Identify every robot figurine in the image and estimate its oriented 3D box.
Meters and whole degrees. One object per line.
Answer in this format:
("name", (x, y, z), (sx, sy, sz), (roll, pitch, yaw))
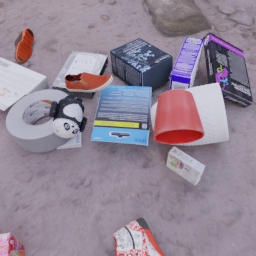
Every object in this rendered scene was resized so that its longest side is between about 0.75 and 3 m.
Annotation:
("robot figurine", (-1.984, -0.406, 9.424), (1.136, 0.943, 1.511), (9, 62, 0))

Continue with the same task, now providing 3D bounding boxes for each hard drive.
("hard drive", (-2.142, -2.529, 12.926), (1.856, 0.503, 2.657), (10, 52, 9))

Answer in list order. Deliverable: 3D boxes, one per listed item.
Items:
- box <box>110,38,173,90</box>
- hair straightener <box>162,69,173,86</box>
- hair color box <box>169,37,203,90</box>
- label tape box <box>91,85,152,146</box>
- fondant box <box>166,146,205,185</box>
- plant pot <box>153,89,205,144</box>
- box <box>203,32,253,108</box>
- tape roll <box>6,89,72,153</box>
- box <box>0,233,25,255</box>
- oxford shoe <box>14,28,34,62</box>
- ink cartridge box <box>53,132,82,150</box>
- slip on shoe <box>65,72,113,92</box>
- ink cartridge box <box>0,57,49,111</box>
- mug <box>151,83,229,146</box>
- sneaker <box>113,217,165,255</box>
("box", (0.577, -2.800, 12.509), (1.728, 1.246, 2.328), (-31, 51, -23))
("hair straightener", (1.770, -2.323, 12.874), (1.462, 0.299, 0.563), (-32, 57, -23))
("hair color box", (2.546, -2.545, 12.247), (0.910, 1.535, 2.808), (15, 52, 15))
("label tape box", (-0.169, -0.370, 10.877), (2.065, 0.953, 2.883), (4, 53, 4))
("fondant box", (1.931, 1.291, 9.530), (1.233, 0.890, 0.359), (32, 57, 24))
("plant pot", (1.489, -0.341, 8.516), (1.524, 1.524, 1.348), (-1, 70, -1))
("box", (4.216, -2.469, 11.904), (2.102, 0.531, 2.940), (18, 57, -25))
("tape roll", (-3.213, -0.320, 10.671), (2.566, 0.848, 2.566), (-4, 49, 5))
("box", (-4.321, 3.801, 7.149), (2.911, 1.378, 1.494), (-7, 51, -5))
("oxford shoe", (-5.366, -4.077, 14.187), (0.796, 0.781, 2.194), (-17, 50, 26))
("ink cartridge box", (-2.399, 0.251, 10.798), (1.222, 0.265, 1.200), (-5, 51, -6))
("slip on shoe", (-1.530, -1.784, 10.573), (2.041, 0.624, 0.756), (1, 46, 23))
("ink cartridge box", (-5.391, -1.808, 12.221), (2.856, 0.639, 2.516), (24, 54, 19))
("mug", (2.229, -0.489, 10.418), (2.460, 2.071, 2.805), (-10, 17, 15))
("sneaker", (0.387, 3.645, 7.726), (1.158, 0.721, 2.161), (-22, 51, -16))
